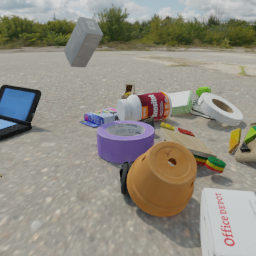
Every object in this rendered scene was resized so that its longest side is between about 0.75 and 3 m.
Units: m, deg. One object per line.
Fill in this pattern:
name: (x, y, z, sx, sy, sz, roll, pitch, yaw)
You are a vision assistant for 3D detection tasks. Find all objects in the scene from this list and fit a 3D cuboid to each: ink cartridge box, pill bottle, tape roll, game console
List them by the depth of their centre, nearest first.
ink cartridge box: (2.410, 1.870, 4.410, 2.380, 0.996, 1.727, 3, 20, 8)
tape roll: (-0.074, 0.396, 8.915, 1.822, 0.774, 1.822, -1, 19, 0)
game console: (-4.994, -0.711, 10.976, 2.533, 1.474, 2.227, 11, 22, 30)
tape roll: (3.856, -0.806, 11.709, 1.960, 0.358, 1.960, 19, 32, -12)
pill bottle: (0.673, -0.842, 11.756, 2.131, 1.204, 1.204, -10, 22, -22)
ink cartridge box: (-1.075, -0.477, 12.010, 1.811, 0.380, 1.080, -20, 27, -40)
ink cartridge box: (2.032, -1.170, 13.252, 1.938, 0.465, 1.410, -7, 33, 25)

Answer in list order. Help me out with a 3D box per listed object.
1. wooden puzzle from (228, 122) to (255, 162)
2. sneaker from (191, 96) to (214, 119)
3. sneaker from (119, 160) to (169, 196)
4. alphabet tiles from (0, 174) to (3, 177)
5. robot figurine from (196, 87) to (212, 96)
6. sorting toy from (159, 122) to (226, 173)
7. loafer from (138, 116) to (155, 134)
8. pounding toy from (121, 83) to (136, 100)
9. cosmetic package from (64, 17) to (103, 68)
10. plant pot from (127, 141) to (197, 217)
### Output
wooden puzzle: (3.901, 0.314, 8.156, 2.416, 0.283, 1.630, -18, 32, 50)
sneaker: (3.538, -0.954, 12.473, 1.596, 0.918, 0.602, 18, 26, 41)
sneaker: (0.435, 0.975, 7.166, 1.156, 0.824, 2.330, 9, 25, 9)
alphabet tiles: (-4.266, 1.392, 7.192, 1.249, 0.056, 1.494, 11, 22, 26)
robot figurine: (4.428, -2.127, 16.331, 0.947, 0.548, 0.830, -9, 8, -23)
sorting toy: (1.665, 0.561, 8.414, 1.382, 0.485, 2.867, 15, 17, -14)
loafer: (-0.077, -0.049, 10.271, 2.192, 0.689, 0.787, -5, 20, -13)
pounding toy: (0.284, -1.751, 14.554, 1.036, 1.033, 1.806, 3, 20, 8)
cosmetic package: (-1.545, -2.870, 9.521, 0.694, 1.540, 0.822, -7, 61, -37)
plant pot: (0.789, 0.979, 5.937, 1.489, 1.042, 1.489, 6, 52, -8)
